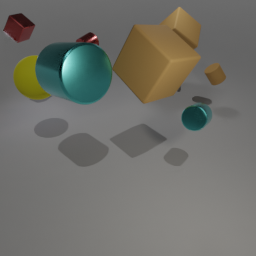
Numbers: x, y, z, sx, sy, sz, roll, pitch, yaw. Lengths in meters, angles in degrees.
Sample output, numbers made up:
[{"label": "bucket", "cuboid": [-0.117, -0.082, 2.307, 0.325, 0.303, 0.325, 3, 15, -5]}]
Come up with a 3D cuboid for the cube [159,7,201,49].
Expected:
[{"label": "cube", "cuboid": [2.231, -4.174, 12.575, 1.400, 1.400, 1.400, 29, 59, -24]}]

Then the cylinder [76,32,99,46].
[{"label": "cylinder", "cuboid": [-1.669, -3.468, 11.512, 0.700, 0.700, 0.700, 21, 50, 31]}]

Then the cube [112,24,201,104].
[{"label": "cube", "cuboid": [0.720, -1.701, 7.343, 1.400, 1.400, 1.400, -20, 62, -45]}]

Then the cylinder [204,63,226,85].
[{"label": "cylinder", "cuboid": [3.783, -2.334, 12.152, 0.700, 0.700, 0.700, -31, 25, 17]}]

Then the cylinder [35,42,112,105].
[{"label": "cylinder", "cuboid": [-1.334, -1.366, 6.841, 1.400, 1.400, 1.400, -24, 28, -33]}]

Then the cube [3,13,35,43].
[{"label": "cube", "cuboid": [-4.029, -3.721, 10.405, 0.700, 0.700, 0.700, 40, 35, -3]}]

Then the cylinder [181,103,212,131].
[{"label": "cylinder", "cuboid": [1.902, -0.316, 7.716, 0.700, 0.700, 0.700, 16, 18, 24]}]

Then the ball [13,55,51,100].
[{"label": "ball", "cuboid": [-2.930, -1.610, 8.994, 1.400, 1.400, 1.400, 0, 32, 0]}]
